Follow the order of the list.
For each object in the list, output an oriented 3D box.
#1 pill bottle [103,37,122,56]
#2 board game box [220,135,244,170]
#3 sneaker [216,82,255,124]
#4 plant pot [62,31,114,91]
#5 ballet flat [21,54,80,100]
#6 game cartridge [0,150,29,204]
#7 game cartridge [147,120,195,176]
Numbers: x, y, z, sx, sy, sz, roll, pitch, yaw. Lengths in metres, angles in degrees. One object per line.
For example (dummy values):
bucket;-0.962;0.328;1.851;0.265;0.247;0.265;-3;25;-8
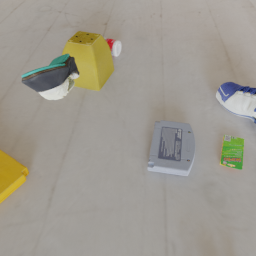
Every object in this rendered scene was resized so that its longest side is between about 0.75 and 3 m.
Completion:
pill bottle;-0.941;-3.565;12.199;1.202;0.675;0.675;17;46;17
board game box;3.010;0.709;8.081;0.594;0.186;1.244;13;43;14
sneaker;4.278;-0.913;8.666;1.195;1.708;2.957;-22;48;-23
plant pot;-1.544;-2.625;10.500;1.628;1.665;1.617;14;45;13
ballet flat;-1.694;-1.192;6.767;0.945;0.945;2.588;2;22;3
game cartridge;-4.184;1.324;7.320;2.469;0.400;2.176;27;50;22
game cartridge;1.304;0.545;8.132;1.267;0.389;1.903;5;44;10
